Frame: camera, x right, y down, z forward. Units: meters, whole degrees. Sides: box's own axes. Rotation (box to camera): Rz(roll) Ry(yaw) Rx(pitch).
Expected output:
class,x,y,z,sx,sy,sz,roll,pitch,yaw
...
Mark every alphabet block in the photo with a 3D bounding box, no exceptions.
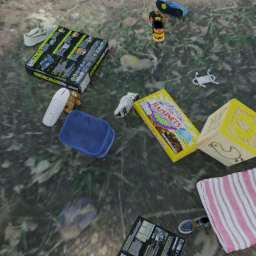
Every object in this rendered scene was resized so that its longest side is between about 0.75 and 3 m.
class,x,y,z,sx,sy,sz,roll,pitch,yaw
alphabet block,3.330,0.189,9.070,1.428,1.462,1.436,31,64,-2

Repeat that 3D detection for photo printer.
class,x,y,z,sx,sy,sz,roll,pitch,yaw
photo printer,-2.449,-0.773,9.696,0.421,1.214,1.010,28,28,-10

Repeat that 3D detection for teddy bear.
class,x,y,z,sx,sy,sz,roll,pitch,yaw
teddy bear,-2.186,-1.024,10.624,0.730,0.336,1.007,35,66,19

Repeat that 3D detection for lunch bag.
class,x,y,z,sx,sy,sz,roll,pitch,yaw
lunch bag,-1.386,0.240,9.421,1.762,1.166,1.197,22,79,12

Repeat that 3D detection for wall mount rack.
class,x,y,z,sx,sy,sz,roll,pitch,yaw
wall mount rack,3.110,-1.909,11.135,0.953,0.355,0.828,-15,61,-8

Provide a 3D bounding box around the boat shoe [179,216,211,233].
class,x,y,z,sx,sy,sz,roll,pitch,yaw
boat shoe,1.997,2.822,8.295,0.990,0.450,0.350,-14,61,-8

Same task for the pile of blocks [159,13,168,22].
class,x,y,z,sx,sy,sz,roll,pitch,yaw
pile of blocks,1.536,-5.218,13.150,0.759,0.236,0.311,23,62,13

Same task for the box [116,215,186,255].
class,x,y,z,sx,sy,sz,roll,pitch,yaw
box,0.484,3.545,7.417,1.508,0.793,1.841,24,46,13

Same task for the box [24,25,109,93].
class,x,y,z,sx,sy,sz,roll,pitch,yaw
box,-2.461,-2.915,11.589,2.539,0.625,2.629,19,62,13

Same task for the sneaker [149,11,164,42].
class,x,y,z,sx,sy,sz,roll,pitch,yaw
sneaker,1.321,-4.743,12.504,0.626,0.805,1.790,-6,63,-2

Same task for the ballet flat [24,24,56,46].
class,x,y,z,sx,sy,sz,roll,pitch,yaw
ballet flat,-3.747,-4.210,12.354,1.811,0.629,0.629,-32,65,-18

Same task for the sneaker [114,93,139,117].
class,x,y,z,sx,sy,sz,roll,pitch,yaw
sneaker,-0.126,-0.877,10.522,0.505,0.468,1.245,28,60,29

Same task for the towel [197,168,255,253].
class,x,y,z,sx,sy,sz,roll,pitch,yaw
towel,3.681,2.279,8.386,2.883,0.431,2.109,-9,60,-17

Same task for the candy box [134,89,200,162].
class,x,y,z,sx,sy,sz,roll,pitch,yaw
candy box,1.463,-0.180,10.120,1.367,0.353,2.675,-25,63,-18

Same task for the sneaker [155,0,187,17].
class,x,y,z,sx,sy,sz,roll,pitch,yaw
sneaker,2.075,-5.734,13.348,1.570,0.517,0.615,28,48,17
